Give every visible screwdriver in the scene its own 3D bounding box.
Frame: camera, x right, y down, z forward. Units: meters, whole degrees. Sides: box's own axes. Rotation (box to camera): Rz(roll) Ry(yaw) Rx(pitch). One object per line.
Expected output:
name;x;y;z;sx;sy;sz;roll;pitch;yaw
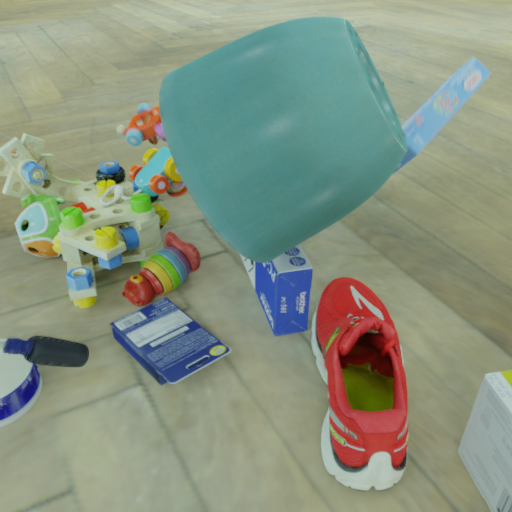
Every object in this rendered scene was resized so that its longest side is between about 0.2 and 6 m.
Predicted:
screwdriver;-3.052;1.013;6.344;0.384;0.368;2.636;35;10;38

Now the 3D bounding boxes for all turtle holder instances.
turtle holder;-3.728;-0.587;9.827;0.914;1.287;0.977;-20;-1;-17

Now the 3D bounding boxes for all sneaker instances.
sneaker;1.407;1.200;7.052;1.274;1.405;3.309;0;35;0

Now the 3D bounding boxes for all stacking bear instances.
stacking bear;-1.572;0.311;8.988;0.759;0.711;1.251;30;55;29

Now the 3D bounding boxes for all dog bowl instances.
dog bowl;-3.444;1.646;7.236;1.207;0.475;1.207;0;35;0

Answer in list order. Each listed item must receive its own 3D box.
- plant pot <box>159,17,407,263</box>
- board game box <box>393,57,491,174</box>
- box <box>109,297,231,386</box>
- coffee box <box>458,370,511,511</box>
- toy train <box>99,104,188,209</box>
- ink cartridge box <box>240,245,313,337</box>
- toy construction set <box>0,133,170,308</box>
plant pot;0.527;-1.630;7.109;2.251;2.805;2.805;-25;28;23
board game box;2.882;-2.246;10.203;0.473;2.582;1.953;43;80;1
box;-1.227;1.228;7.921;1.020;0.273;1.684;-24;37;-33
coffee box;3.166;2.079;5.814;1.365;1.380;1.378;-6;35;-9
toy train;-1.776;-1.815;10.096;2.012;0.745;2.679;-16;48;27
ink cartridge box;0.208;-0.014;8.972;0.562;1.196;2.543;-8;36;-13
toy construction set;-3.000;-0.777;9.831;2.435;1.711;3.713;-28;55;-34
